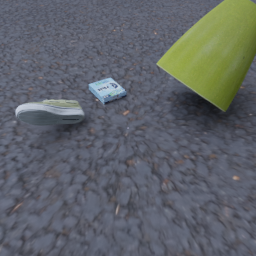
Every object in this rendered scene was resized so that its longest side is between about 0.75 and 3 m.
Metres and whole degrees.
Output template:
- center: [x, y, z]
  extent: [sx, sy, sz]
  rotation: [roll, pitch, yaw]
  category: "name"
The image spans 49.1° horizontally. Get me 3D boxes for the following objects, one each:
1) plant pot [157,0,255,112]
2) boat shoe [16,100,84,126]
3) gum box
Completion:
- center: [2.816, -2.451, 8.737]
  extent: [2.702, 2.888, 2.702]
  rotation: [32, 15, -10]
  category: "plant pot"
- center: [-2.349, -0.518, 8.508]
  extent: [2.130, 0.767, 0.661]
  rotation: [3, 52, -42]
  category: "boat shoe"
- center: [-0.760, -1.394, 10.339]
  extent: [0.961, 0.252, 1.131]
  rotation: [-22, 47, -26]
  category: "gum box"
